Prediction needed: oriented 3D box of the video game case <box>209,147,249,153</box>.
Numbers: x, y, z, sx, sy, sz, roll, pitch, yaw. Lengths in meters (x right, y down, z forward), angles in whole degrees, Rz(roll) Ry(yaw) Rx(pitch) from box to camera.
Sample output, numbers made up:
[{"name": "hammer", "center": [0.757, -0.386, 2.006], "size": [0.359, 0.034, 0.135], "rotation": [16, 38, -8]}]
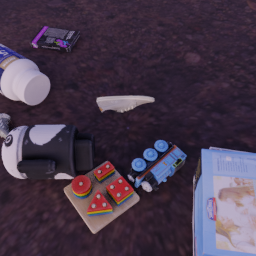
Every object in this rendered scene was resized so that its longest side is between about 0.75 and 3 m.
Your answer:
[{"name": "video game case", "center": [2.806, 1.048, 7.567], "size": [1.191, 0.137, 1.085], "rotation": [8, 50, 7]}]

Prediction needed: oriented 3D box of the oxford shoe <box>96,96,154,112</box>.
[{"name": "oxford shoe", "center": [-0.069, -0.729, 8.442], "size": [1.739, 0.654, 0.502], "rotation": [-5, 93, -6]}]

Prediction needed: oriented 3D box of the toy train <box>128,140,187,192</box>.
[{"name": "toy train", "center": [0.750, 0.987, 7.291], "size": [1.583, 0.686, 0.904], "rotation": [-37, 65, -26]}]

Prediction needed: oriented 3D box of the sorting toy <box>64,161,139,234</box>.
[{"name": "sorting toy", "center": [-0.673, 1.560, 6.908], "size": [1.389, 0.486, 1.398], "rotation": [-31, 57, -23]}]

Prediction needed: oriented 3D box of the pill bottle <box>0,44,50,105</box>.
[{"name": "pill bottle", "center": [-3.698, -1.700, 9.037], "size": [2.328, 1.393, 1.393], "rotation": [30, 56, 22]}]

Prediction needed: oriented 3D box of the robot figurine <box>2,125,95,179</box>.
[{"name": "robot figurine", "center": [-1.987, 0.584, 7.113], "size": [2.255, 1.694, 1.407], "rotation": [-1, 70, -1]}]

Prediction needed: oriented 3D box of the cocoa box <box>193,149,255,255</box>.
[{"name": "cocoa box", "center": [2.224, 1.827, 5.953], "size": [1.556, 1.531, 2.333], "rotation": [5, 50, 8]}]

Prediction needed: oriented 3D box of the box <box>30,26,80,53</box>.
[{"name": "box", "center": [-2.914, -3.591, 11.331], "size": [1.668, 0.301, 1.193], "rotation": [10, 52, 10]}]

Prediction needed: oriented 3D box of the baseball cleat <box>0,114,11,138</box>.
[{"name": "baseball cleat", "center": [-3.688, -0.092, 8.339], "size": [1.182, 0.412, 0.629], "rotation": [35, 58, 24]}]
